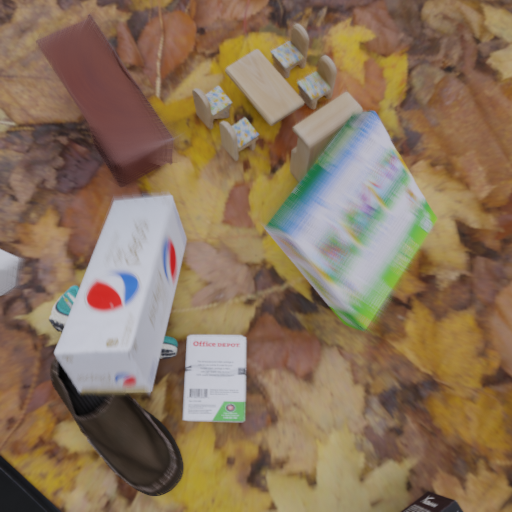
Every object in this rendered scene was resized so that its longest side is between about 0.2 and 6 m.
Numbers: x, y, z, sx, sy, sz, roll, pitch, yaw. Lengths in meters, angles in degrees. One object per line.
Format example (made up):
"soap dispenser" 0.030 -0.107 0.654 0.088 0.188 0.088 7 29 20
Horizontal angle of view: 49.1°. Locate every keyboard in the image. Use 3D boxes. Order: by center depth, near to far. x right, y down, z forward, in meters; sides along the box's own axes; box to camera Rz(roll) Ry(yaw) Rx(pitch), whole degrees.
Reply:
"keyboard" -3.525 4.962 7.542 5.634 1.116 2.932 38 53 12

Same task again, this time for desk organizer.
"desk organizer" -2.478 -2.523 9.250 0.996 0.928 2.588 -32 82 -17

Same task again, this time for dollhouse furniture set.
"dollhouse furniture set" 0.470 -2.583 9.357 2.230 1.580 2.428 -35 76 -11

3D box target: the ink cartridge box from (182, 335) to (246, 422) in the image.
"ink cartridge box" -0.606 1.864 8.508 0.917 0.528 1.257 2 73 0

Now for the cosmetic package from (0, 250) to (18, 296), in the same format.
"cosmetic package" -4.462 0.277 8.698 0.991 0.994 0.611 24 119 7

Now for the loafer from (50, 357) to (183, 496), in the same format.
"loafer" -2.150 2.398 8.108 2.664 0.950 0.972 42 77 11

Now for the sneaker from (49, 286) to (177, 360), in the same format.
"sneaker" -2.159 1.033 8.676 2.078 0.805 0.828 19 64 6

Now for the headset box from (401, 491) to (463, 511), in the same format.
"headset box" 1.851 5.012 7.159 3.168 1.223 2.357 -30 75 -11

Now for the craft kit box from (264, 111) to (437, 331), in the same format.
"craft kit box" 1.537 -0.493 8.376 2.347 0.569 2.318 -52 121 -18

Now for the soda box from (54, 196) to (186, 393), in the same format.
"soda box" -1.793 0.446 8.009 1.021 0.954 2.997 -4 43 9
